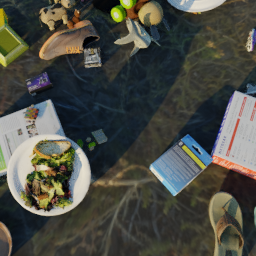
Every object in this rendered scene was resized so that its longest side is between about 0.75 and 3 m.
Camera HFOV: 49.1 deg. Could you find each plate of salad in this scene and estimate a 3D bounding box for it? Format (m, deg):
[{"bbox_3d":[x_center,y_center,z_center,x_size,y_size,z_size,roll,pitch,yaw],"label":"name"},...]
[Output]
[{"bbox_3d":[3.206,-6.350,12.926,2.979,0.716,2.979,-5,64,10],"label":"plate of salad"},{"bbox_3d":[-2.523,1.512,8.863,2.663,0.640,2.663,0,93,-3],"label":"plate of salad"}]

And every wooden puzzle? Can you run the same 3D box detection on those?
[{"bbox_3d":[-3.502,-0.511,10.164,0.448,0.053,0.755,7,66,2],"label":"wooden puzzle"}]

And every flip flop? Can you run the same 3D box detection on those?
[{"bbox_3d":[3.091,3.279,8.623,1.067,0.758,2.632,6,66,3],"label":"flip flop"}]

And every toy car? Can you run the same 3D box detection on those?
[{"bbox_3d":[0.804,-4.855,12.028,2.263,1.786,1.859,48,60,-7],"label":"toy car"}]

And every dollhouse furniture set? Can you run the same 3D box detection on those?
[{"bbox_3d":[-1.304,0.489,10.192,1.064,0.411,0.532,-20,59,-30],"label":"dollhouse furniture set"}]

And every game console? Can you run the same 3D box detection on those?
[{"bbox_3d":[-0.602,-6.191,13.089,1.300,0.266,2.204,29,69,12],"label":"game console"}]

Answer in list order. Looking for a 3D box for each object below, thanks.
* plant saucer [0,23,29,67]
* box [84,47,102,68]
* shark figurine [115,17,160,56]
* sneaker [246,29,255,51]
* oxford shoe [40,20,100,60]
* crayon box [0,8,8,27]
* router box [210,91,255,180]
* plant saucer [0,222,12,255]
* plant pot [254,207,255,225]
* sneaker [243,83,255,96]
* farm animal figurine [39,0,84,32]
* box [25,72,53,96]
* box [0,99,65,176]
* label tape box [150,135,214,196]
[{"bbox_3d":[-5.058,-3.487,11.543,1.365,0.327,1.367,46,71,-10],"label":"plant saucer"},{"bbox_3d":[-1.473,-2.938,11.671,0.683,0.215,0.866,-6,67,-2],"label":"box"},{"bbox_3d":[0.354,-3.413,11.270,1.768,2.959,1.235,39,111,-14],"label":"shark figurine"},{"bbox_3d":[5.370,-3.740,11.911,0.490,0.473,1.173,22,67,3],"label":"sneaker"},{"bbox_3d":[-2.382,-3.479,11.554,2.627,0.937,0.958,-37,78,-14],"label":"oxford shoe"},{"bbox_3d":[-6.169,-4.156,12.019,1.950,0.569,1.683,-14,66,-6],"label":"crayon box"},{"bbox_3d":[4.555,0.333,9.964,2.502,0.681,2.788,23,68,10],"label":"router box"},{"bbox_3d":[-4.465,3.761,8.661,1.837,0.316,1.837,0,65,0],"label":"plant saucer"},{"bbox_3d":[4.517,2.775,8.395,1.183,1.756,1.756,-3,66,9],"label":"plant pot"},{"bbox_3d":[4.703,-1.484,10.997,0.939,0.352,0.542,-14,62,-17],"label":"sneaker"},{"bbox_3d":[-2.822,-5.549,12.273,1.968,1.225,2.437,2,66,1],"label":"farm animal figurine"},{"bbox_3d":[-3.512,-1.738,11.062,0.901,0.355,0.636,-24,66,-8],"label":"box"},{"bbox_3d":[-3.762,0.336,10.086,2.789,0.507,2.013,-21,68,-10],"label":"box"},{"bbox_3d":[1.828,1.253,9.630,1.777,0.587,1.273,-37,72,-17],"label":"label tape box"}]
